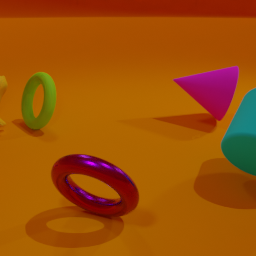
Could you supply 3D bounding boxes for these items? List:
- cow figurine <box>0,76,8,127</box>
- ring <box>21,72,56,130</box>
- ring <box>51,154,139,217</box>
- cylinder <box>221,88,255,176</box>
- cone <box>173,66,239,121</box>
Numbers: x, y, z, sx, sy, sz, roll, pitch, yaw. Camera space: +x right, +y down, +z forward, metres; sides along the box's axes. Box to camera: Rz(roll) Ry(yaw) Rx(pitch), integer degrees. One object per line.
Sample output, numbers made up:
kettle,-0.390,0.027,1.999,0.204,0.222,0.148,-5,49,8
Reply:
cow figurine,-3.719,-0.753,7.602,1.495,0.834,1.519,27,78,25
ring,-2.470,-0.744,7.677,0.317,1.585,1.585,7,12,-45
ring,-0.502,0.889,4.189,1.388,1.388,0.278,8,47,18
cylinder,2.569,0.077,5.219,1.264,1.264,1.264,17,58,34
cone,2.078,-1.188,8.082,1.614,1.608,1.608,16,26,6
